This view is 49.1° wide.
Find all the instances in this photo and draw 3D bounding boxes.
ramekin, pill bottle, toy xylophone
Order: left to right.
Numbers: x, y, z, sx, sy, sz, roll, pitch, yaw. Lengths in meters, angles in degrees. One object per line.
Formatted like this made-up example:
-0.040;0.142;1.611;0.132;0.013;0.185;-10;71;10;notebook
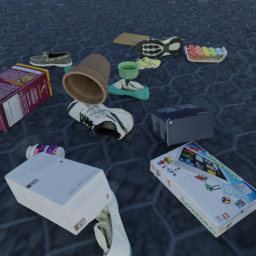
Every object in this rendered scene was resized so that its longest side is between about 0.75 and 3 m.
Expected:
-2.424;0.791;8.228;1.015;0.571;0.571;6;38;7;pill bottle
0.027;-2.609;12.735;0.957;0.468;0.957;0;38;0;ramekin
3.862;-3.872;14.325;2.128;0.535;1.558;-2;37;-4;toy xylophone

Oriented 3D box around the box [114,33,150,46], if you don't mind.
0.242;-5.150;16.276;1.740;0.185;1.422;15;39;19;box

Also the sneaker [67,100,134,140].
-1.079;-0.299;9.367;2.439;0.922;1.069;13;40;18;sneaker

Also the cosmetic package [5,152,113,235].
-1.689;1.402;6.645;2.455;0.909;1.248;6;34;40;cosmetic package

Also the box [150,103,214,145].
1.684;-0.160;8.928;1.563;0.813;1.423;-10;18;-12;box

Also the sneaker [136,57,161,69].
0.992;-3.135;13.413;1.267;0.484;0.478;-13;38;-18;sneaker

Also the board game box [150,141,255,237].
1.998;1.443;7.475;1.620;0.444;2.566;-21;42;-25;board game box

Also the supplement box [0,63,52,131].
-4.269;-1.221;10.343;1.507;1.169;2.730;15;40;18;supplement box

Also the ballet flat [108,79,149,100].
-0.015;-1.644;11.321;1.880;0.662;0.633;14;41;18;ballet flat

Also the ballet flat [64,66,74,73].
-2.114;-2.533;12.694;1.498;0.508;0.542;7;18;9;ballet flat

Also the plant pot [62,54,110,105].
-1.180;-1.667;9.084;1.482;1.482;1.292;12;54;15;plant pot

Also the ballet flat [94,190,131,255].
-0.498;2.093;6.382;0.685;0.685;1.974;-11;41;-14;ballet flat

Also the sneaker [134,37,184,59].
1.486;-4.241;14.603;2.742;1.054;1.215;-10;29;-23;sneaker

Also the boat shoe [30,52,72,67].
-3.779;-3.398;13.637;2.069;0.618;0.739;2;38;3;boat shoe
